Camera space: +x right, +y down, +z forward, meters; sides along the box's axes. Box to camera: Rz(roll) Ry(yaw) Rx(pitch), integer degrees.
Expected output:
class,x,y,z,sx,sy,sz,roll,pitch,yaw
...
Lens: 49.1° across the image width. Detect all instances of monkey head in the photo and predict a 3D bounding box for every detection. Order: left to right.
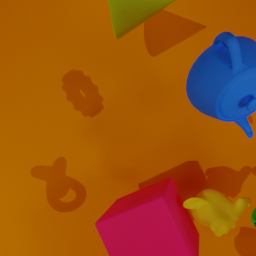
class,x,y,z,sx,sy,sz,roll,pitch,yaw
monkey head,1.757,1.488,5.403,0.865,1.436,1.033,52,120,37

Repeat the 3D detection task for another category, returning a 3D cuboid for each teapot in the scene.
class,x,y,z,sx,sy,sz,roll,pitch,yaw
teapot,1.540,-0.574,4.064,1.248,2.007,0.983,-31,47,4

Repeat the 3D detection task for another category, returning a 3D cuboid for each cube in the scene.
class,x,y,z,sx,sy,sz,roll,pitch,yaw
cube,0.451,1.990,5.458,1.394,1.394,1.394,-26,87,15

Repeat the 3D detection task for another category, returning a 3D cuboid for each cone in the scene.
class,x,y,z,sx,sy,sz,roll,pitch,yaw
cone,0.435,-2.676,5.729,1.529,1.523,1.523,-5,81,5

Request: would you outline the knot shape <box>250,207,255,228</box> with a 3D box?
class,x,y,z,sx,sy,sz,roll,pitch,yaw
knot shape,2.384,1.172,3.926,0.673,1.457,1.364,25,117,5
